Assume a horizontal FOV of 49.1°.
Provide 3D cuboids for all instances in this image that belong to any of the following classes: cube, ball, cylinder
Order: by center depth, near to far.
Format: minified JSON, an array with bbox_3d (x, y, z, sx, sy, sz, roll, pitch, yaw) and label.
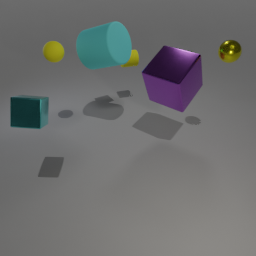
[{"bbox_3d":[-2.331,-0.394,6.684,0.700,0.700,0.700,4,10,-2],"label":"cube"},{"bbox_3d":[3.174,-2.385,8.734,0.700,0.700,0.700,0,32,0],"label":"ball"},{"bbox_3d":[1.512,-1.640,9.323,1.400,1.400,1.400,25,65,31],"label":"cube"},{"bbox_3d":[-2.507,-2.568,9.441,0.700,0.700,0.700,0,32,0],"label":"ball"},{"bbox_3d":[-0.817,-2.815,9.694,1.400,1.400,1.400,-1,27,35],"label":"cylinder"},{"bbox_3d":[0.039,-3.049,12.309,0.700,0.700,0.700,-10,34,-16],"label":"cylinder"}]
